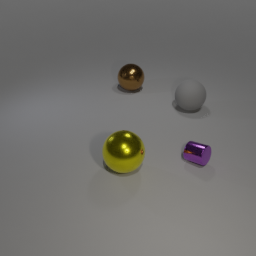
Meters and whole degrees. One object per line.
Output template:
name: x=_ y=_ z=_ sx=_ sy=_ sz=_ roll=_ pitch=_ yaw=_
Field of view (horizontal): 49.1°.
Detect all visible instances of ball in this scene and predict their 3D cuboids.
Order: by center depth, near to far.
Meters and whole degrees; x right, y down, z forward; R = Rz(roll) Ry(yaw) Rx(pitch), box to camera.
ball: x=-0.139 y=0.764 z=9.121 sx=1.400 sy=1.400 sz=1.400 roll=0 pitch=32 yaw=0
ball: x=2.825 y=-1.485 z=12.676 sx=1.400 sy=1.400 sz=1.400 roll=0 pitch=32 yaw=0
ball: x=0.155 y=-2.619 z=14.483 sx=1.400 sy=1.400 sz=1.400 roll=0 pitch=32 yaw=0

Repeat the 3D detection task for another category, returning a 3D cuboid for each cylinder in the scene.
cylinder: x=2.370 y=0.851 z=9.562 sx=0.700 sy=0.700 sz=0.700 roll=16 pitch=34 yaw=41
